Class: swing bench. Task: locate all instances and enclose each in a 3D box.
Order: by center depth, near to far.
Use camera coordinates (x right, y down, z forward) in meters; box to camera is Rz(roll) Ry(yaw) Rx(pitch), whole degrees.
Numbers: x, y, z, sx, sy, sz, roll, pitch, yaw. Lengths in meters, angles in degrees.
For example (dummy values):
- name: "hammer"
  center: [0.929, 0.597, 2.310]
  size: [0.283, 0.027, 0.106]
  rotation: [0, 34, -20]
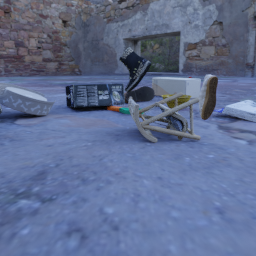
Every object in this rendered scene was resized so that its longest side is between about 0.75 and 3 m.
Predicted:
- name: "swing bench"
  center: [0.932, -0.320, 7.920]
  size: [1.742, 1.130, 1.733]
  rotation: [-6, 14, -3]

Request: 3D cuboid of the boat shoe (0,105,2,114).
- name: "boat shoe"
  center: [-5.306, -0.828, 10.494]
  size: [2.490, 0.888, 0.750]
  rotation: [8, 19, 40]

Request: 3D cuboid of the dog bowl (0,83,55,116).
- name: "dog bowl"
  center: [-4.008, -1.104, 10.933]
  size: [2.225, 0.653, 2.225]
  rotation: [19, 9, -3]

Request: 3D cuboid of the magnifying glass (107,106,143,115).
- name: "magnifying glass"
  center: [-0.151, -0.743, 11.670]
  size: [0.798, 0.225, 2.005]
  rotation: [-10, 17, -42]

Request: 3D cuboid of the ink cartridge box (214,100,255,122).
- name: "ink cartridge box"
  center: [4.525, -0.736, 10.756]
  size: [1.798, 0.366, 1.802]
  rotation: [-15, 25, -40]

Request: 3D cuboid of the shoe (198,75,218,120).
- name: "shoe"
  center: [2.127, -0.822, 7.518]
  size: [0.437, 1.249, 0.333]
  rotation: [-10, 29, -28]

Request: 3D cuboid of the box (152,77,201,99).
- name: "box"
  center: [2.914, -2.513, 17.293]
  size: [1.384, 1.133, 2.915]
  rotation: [-9, 16, -34]

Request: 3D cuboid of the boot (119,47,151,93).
- name: "boot"
  center: [0.061, -1.748, 8.469]
  size: [0.875, 1.159, 0.418]
  rotation: [42, 25, 8]

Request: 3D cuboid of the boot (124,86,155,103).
- name: "boot"
  center: [0.492, -1.772, 15.070]
  size: [2.252, 0.829, 0.850]
  rotation: [-13, 7, -38]

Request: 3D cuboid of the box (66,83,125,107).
- name: "box"
  center: [-1.537, -1.484, 12.731]
  size: [2.272, 0.978, 1.860]
  rotation: [-5, 7, -22]

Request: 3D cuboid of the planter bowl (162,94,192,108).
- name: "planter bowl"
  center: [2.208, -1.193, 12.823]
  size: [1.370, 0.570, 1.370]
  rotation: [0, 12, 0]
